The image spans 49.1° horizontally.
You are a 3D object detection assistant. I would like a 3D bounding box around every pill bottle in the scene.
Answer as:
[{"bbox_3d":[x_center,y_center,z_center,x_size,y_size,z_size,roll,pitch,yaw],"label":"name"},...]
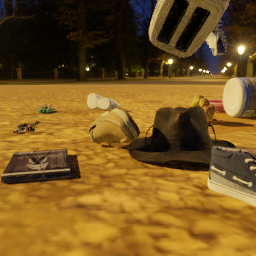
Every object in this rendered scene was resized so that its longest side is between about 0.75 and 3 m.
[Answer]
[{"bbox_3d":[5.517,-1.264,11.409,2.805,1.596,1.596,-2,11,-8],"label":"pill bottle"}]

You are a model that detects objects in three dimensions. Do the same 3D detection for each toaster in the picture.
[{"bbox_3d":[1.384,-2.837,6.392,1.470,1.671,2.587,24,-28,-5],"label":"toaster"}]

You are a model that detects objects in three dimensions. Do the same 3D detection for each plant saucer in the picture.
[{"bbox_3d":[4.490,-1.021,13.131,1.905,0.483,1.905,0,10,0],"label":"plant saucer"}]

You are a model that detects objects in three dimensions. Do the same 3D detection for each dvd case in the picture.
[{"bbox_3d":[-1.654,0.661,5.222,1.093,0.117,1.471,-3,11,-14],"label":"dvd case"}]

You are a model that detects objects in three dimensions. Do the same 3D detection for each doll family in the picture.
[{"bbox_3d":[-3.002,-0.020,8.302,0.852,0.334,0.493,-3,16,1],"label":"doll family"}]

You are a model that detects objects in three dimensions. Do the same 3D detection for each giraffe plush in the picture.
[{"bbox_3d":[2.746,-0.561,10.099,0.974,1.037,1.201,6,-29,-27],"label":"giraffe plush"}]

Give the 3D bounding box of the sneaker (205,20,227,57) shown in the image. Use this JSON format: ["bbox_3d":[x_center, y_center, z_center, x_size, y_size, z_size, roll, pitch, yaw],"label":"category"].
[{"bbox_3d":[3.073,-3.337,10.369,0.617,1.527,0.882,-9,-2,-31],"label":"sneaker"}]

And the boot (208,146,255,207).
[{"bbox_3d":[1.743,0.663,3.782,1.429,0.646,0.520,10,14,42],"label":"boot"}]

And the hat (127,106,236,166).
[{"bbox_3d":[1.200,0.014,6.199,2.603,1.050,2.603,1,11,0],"label":"hat"}]

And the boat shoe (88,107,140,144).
[{"bbox_3d":[-0.463,0.084,6.782,0.906,0.853,2.380,-31,8,-15],"label":"boat shoe"}]

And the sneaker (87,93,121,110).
[{"bbox_3d":[-1.216,-1.208,13.904,0.912,0.776,2.062,6,10,-43],"label":"sneaker"}]

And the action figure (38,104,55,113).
[{"bbox_3d":[-3.806,-0.876,12.822,0.774,0.358,1.310,2,14,-4],"label":"action figure"}]
